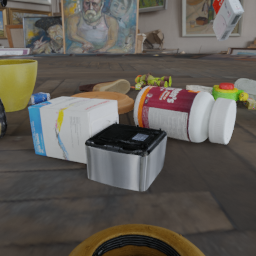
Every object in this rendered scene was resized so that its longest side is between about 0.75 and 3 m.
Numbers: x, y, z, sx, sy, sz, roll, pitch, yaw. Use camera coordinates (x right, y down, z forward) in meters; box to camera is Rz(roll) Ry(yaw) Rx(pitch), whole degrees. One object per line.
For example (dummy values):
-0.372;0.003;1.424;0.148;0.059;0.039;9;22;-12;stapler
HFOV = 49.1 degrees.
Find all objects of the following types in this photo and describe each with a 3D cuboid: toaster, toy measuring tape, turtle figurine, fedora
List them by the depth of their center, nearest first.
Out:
0.105;1.664;2.812;1.649;0.673;1.649;-1;17;0;fedora
-0.028;0.539;5.824;1.393;0.914;1.541;8;20;22;toaster
3.582;-1.468;11.826;2.815;1.036;1.036;14;23;35;toy measuring tape
1.266;-2.613;15.429;2.119;0.846;2.628;9;20;25;turtle figurine

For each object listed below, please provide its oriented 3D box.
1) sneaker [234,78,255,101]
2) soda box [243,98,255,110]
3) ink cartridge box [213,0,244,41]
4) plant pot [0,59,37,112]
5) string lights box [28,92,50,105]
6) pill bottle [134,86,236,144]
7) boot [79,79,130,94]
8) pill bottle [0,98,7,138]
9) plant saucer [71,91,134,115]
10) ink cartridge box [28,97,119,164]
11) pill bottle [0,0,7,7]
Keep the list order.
5.703;-1.415;11.899;2.353;0.899;0.947;33;-4;38;sneaker
4.999;-1.008;11.468;0.319;0.301;0.942;4;18;10;soda box
2.748;-3.467;8.166;0.401;1.407;1.143;-14;-21;-10;ink cartridge box
-4.805;-1.647;10.948;2.578;1.830;2.578;0;18;0;plant pot
-4.039;-1.320;12.372;0.554;0.318;1.079;10;21;28;string lights box
1.553;-0.371;7.798;2.548;1.396;1.396;11;21;31;pill bottle
-1.136;-2.064;13.915;1.774;0.772;2.133;15;23;40;boot
-4.576;-0.118;6.864;1.509;1.509;2.698;15;23;38;pill bottle
-1.183;-1.067;11.406;2.898;0.468;2.898;0;18;0;plant saucer
-1.260;-0.011;6.847;1.736;1.256;1.278;6;19;27;ink cartridge box
-3.817;-3.572;7.605;0.904;0.506;0.506;0;18;-4;pill bottle
